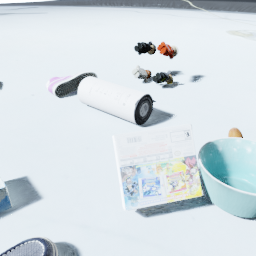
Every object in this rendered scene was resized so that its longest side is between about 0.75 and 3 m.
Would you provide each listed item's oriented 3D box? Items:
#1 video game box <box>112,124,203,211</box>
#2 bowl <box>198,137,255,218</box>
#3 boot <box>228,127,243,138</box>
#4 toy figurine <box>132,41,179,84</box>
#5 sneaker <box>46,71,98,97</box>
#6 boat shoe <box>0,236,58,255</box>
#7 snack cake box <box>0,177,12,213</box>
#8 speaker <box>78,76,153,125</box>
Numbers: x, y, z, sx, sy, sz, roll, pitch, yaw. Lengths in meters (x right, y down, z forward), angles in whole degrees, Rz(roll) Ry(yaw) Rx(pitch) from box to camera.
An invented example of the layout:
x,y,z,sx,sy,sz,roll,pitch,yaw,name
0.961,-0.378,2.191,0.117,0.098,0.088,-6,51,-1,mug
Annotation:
x,y,z,sx,sy,sz,roll,pitch,yaw,name
0.572,0.730,5.428,1.570,1.430,0.367,-8,-5,-10,video game box
2.289,1.065,5.661,1.855,0.970,1.855,2,31,-1,bowl
2.624,0.504,6.641,0.343,0.930,0.719,-12,17,18,boot
1.120,-2.690,11.556,1.731,1.704,1.204,15,16,35,toy figurine
-2.278,-1.888,11.117,2.032,0.736,1.158,-22,33,-33,sneaker
-1.936,2.174,3.377,1.076,1.336,2.881,13,33,21,boat shoe
-3.318,1.447,5.402,1.746,0.587,1.004,-22,36,-33,snack cake box
-0.474,-0.944,9.145,2.504,1.017,1.017,21,36,33,speaker
